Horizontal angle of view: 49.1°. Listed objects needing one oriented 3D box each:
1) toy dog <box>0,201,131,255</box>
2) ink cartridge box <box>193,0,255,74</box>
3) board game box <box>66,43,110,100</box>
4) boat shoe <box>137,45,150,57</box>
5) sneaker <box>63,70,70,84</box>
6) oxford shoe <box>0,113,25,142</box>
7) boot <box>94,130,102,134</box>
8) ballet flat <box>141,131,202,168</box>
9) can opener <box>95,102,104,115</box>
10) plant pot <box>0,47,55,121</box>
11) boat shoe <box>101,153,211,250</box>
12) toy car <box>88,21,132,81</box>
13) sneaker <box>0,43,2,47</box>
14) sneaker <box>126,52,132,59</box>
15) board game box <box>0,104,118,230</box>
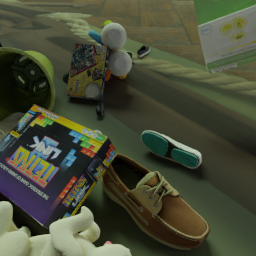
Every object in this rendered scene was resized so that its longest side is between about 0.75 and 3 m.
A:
[{"bbox_3d":[-0.984,2.330,4.297,2.391,1.668,2.318,6,42,4],"label":"toy dog"},{"bbox_3d":[3.063,-3.202,8.209,2.025,2.782,0.667,-14,-8,22],"label":"ink cartridge box"},{"bbox_3d":[-1.415,-2.002,9.925,1.271,1.876,0.325,8,-2,11],"label":"board game box"},{"bbox_3d":[0.729,-3.702,13.195,0.385,0.365,1.101,21,42,25],"label":"boat shoe"},{"bbox_3d":[-2.007,-2.165,11.066,0.825,0.691,1.819,10,30,28],"label":"sneaker"},{"bbox_3d":[-3.657,0.348,7.482,1.052,0.808,2.798,16,41,17],"label":"oxford shoe"},{"bbox_3d":[-0.930,0.296,7.793,0.437,0.568,1.188,-1,37,-2],"label":"boot"},{"bbox_3d":[1.181,0.543,7.572,1.751,0.608,0.608,26,44,23],"label":"ballet flat"},{"bbox_3d":[-0.916,-0.670,9.339,0.252,0.313,0.796,-5,28,7],"label":"can opener"},{"bbox_3d":[-3.374,-1.529,9.083,2.461,2.461,2.337,-1,24,-1],"label":"plant pot"},{"bbox_3d":[0.424,1.439,5.924,2.741,1.012,1.037,27,45,31],"label":"boat shoe"},{"bbox_3d":[-0.834,-2.882,10.693,1.650,2.200,1.926,-13,15,-3],"label":"toy car"},{"bbox_3d":[-6.387,-3.418,12.712,0.831,0.646,1.847,-12,36,8],"label":"sneaker"},{"bbox_3d":[-0.401,-3.167,12.398,1.256,0.490,0.535,-13,39,-15],"label":"sneaker"},{"bbox_3d":[-1.864,0.756,6.315,2.562,0.726,2.118,21,64,32],"label":"board game box"}]
